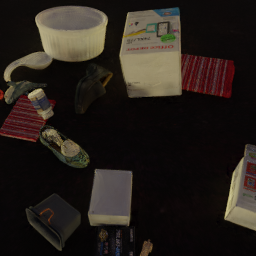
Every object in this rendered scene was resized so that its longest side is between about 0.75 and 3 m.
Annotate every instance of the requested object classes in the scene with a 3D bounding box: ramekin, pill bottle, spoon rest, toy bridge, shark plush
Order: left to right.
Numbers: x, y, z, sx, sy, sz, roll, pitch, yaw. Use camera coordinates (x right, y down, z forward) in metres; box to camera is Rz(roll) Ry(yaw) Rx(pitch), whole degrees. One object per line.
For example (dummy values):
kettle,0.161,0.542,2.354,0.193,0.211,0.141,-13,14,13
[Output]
shark plush,-4.012,-1.423,10.959,1.653,0.751,0.688,-18,70,-40
spoon rest,-4.166,-2.645,11.718,1.084,0.661,2.181,36,59,27
pill bottle,-2.951,-0.805,9.589,0.530,0.956,0.530,-18,28,10
ramekin,-2.390,-4.118,12.220,2.978,1.452,2.978,3,40,-2
toy bridge,0.234,3.438,6.563,0.234,0.578,1.721,15,52,14

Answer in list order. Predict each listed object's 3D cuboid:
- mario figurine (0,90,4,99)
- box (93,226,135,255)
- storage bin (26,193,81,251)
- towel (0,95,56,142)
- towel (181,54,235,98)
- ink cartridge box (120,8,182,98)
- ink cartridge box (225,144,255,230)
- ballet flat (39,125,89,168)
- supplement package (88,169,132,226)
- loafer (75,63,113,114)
mario figurine,-5.118,-1.288,10.850,0.822,0.436,0.507,19,87,28
box,-0.338,3.034,7.124,1.037,0.260,1.045,0,50,1
storage bin,-1.901,2.338,7.362,1.292,0.941,0.868,29,45,23
towel,-3.564,-0.393,10.080,1.411,0.219,1.952,10,52,6
towel,2.853,-2.222,11.575,2.943,0.331,2.128,12,52,12
ink cartridge box,0.983,-2.857,10.698,2.052,2.042,2.797,-2,51,11
ink cartridge box,4.137,1.803,7.625,2.412,1.011,2.117,18,55,14
ballet flat,-2.111,0.550,8.955,2.062,0.765,0.765,28,55,22
supplement package,-0.445,1.925,7.732,1.062,0.756,1.364,3,50,3
loafer,-1.306,-1.515,10.598,0.943,0.950,2.610,12,52,4
